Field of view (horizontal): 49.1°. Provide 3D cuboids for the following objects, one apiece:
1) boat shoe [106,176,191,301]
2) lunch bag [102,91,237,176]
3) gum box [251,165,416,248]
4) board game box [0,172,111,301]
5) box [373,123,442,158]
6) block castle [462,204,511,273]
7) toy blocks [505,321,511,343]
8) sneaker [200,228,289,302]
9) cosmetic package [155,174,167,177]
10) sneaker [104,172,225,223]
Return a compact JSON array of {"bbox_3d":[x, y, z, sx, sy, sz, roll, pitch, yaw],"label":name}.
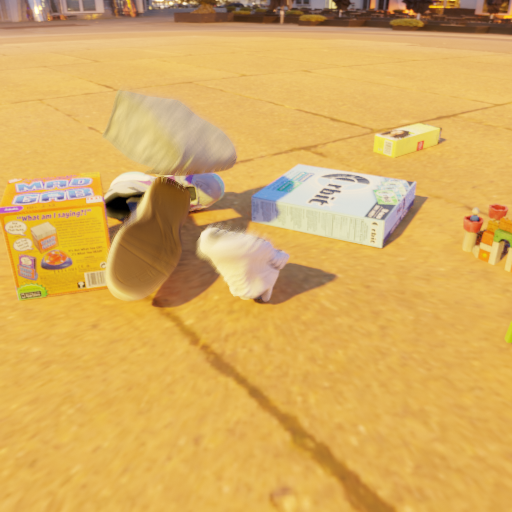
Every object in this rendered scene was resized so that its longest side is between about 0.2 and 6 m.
[{"bbox_3d":[-1.759,-0.192,8.903,0.991,0.892,2.746,30,38,-17],"label":"boat shoe"},{"bbox_3d":[-1.392,-1.911,9.463,1.804,1.061,1.480,38,26,26],"label":"lunch bag"},{"bbox_3d":[1.627,-1.124,11.515,2.714,0.605,2.306,14,31,25],"label":"gum box"},{"bbox_3d":[-3.167,-0.375,9.099,1.495,1.494,1.495,-7,28,-14],"label":"board game box"},{"bbox_3d":[4.284,-3.276,15.772,2.096,0.525,0.789,-21,34,-36],"label":"box"},{"bbox_3d":[4.636,-0.347,9.759,1.218,0.855,1.823,-20,34,-33],"label":"block castle"},{"bbox_3d":[4.640,1.283,6.471,2.666,1.332,1.822,-5,39,-7],"label":"toy blocks"},{"bbox_3d":[-0.156,0.164,7.897,0.808,0.872,2.151,15,-5,26],"label":"sneaker"},{"bbox_3d":[-2.096,-2.086,13.533,0.403,0.477,0.924,-17,33,-29],"label":"cosmetic package"},{"bbox_3d":[-1.937,-1.038,11.144,2.464,0.958,1.724,-4,28,12],"label":"sneaker"}]
